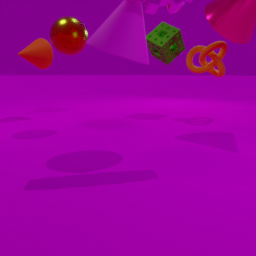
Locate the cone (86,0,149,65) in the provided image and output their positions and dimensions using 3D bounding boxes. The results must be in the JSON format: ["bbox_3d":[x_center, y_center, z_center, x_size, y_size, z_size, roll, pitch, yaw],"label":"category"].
[{"bbox_3d":[-0.002,-2.090,5.441,1.322,1.327,1.322,17,16,-5],"label":"cone"}]

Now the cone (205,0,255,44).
[{"bbox_3d":[3.083,-3.294,7.137,1.580,1.580,1.586,-6,-25,-27],"label":"cone"}]

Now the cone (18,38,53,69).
[{"bbox_3d":[-3.361,-2.547,9.647,1.083,1.083,1.087,6,16,28],"label":"cone"}]

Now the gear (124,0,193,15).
[{"bbox_3d":[0.550,-3.025,5.085,1.832,1.832,0.339,-2,-4,-11],"label":"gear"}]

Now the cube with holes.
[{"bbox_3d":[1.415,-3.213,10.642,0.965,0.965,0.965,-43,53,-6],"label":"cube with holes"}]

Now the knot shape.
[{"bbox_3d":[2.686,-2.354,9.658,1.348,1.440,0.666,6,47,20],"label":"knot shape"}]

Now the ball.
[{"bbox_3d":[-1.654,-2.575,7.861,1.053,1.053,1.053,0,12,0],"label":"ball"}]
